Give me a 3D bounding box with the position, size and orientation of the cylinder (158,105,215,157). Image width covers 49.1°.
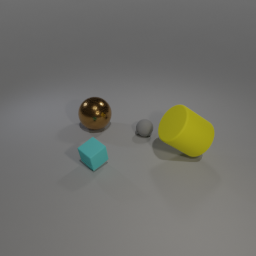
[{"bbox_3d":[2.005,0.106,9.707,1.400,1.400,1.400,28,19,-28],"label":"cylinder"}]

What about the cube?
[{"bbox_3d":[-1.189,0.882,9.600,0.700,0.700,0.700,33,57,33],"label":"cube"}]

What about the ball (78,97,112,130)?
[{"bbox_3d":[-1.387,-0.612,11.791,1.400,1.400,1.400,0,31,0],"label":"ball"}]

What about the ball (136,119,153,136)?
[{"bbox_3d":[0.679,-0.018,11.405,0.700,0.700,0.700,0,31,0],"label":"ball"}]
